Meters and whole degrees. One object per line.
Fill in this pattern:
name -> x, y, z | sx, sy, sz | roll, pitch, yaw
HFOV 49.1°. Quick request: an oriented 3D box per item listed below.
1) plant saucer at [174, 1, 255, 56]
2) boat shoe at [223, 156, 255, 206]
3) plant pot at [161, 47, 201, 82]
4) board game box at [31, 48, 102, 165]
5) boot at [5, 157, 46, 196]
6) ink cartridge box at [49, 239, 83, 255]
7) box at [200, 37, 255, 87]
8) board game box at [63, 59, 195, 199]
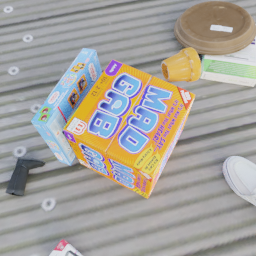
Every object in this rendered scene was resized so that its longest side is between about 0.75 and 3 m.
plant saucer -> 2.934, -3.491, 9.472 | 2.731, 0.402, 2.731 | -4, 55, 5
boat shoe -> 3.533, 1.658, 6.833 | 1.009, 1.164, 2.731 | -32, 68, -15
plant pot -> 1.222, -1.441, 6.690 | 0.736, 0.804, 0.804 | -16, 65, -9
board game box -> -1.330, -0.540, 7.326 | 0.451, 1.866, 2.467 | 16, 59, 20
boot -> -2.709, 1.310, 7.457 | 0.835, 0.333, 1.014 | 2, 59, 13
ink cartridge box -> -1.417, 3.123, 6.585 | 0.809, 0.346, 0.597 | 32, 68, 16
box -> 3.375, -2.569, 9.307 | 1.740, 0.438, 2.411 | 10, 63, 5
board game box -> 0.071, 0.104, 7.015 | 2.167, 2.166, 2.168 | 26, 67, 12
